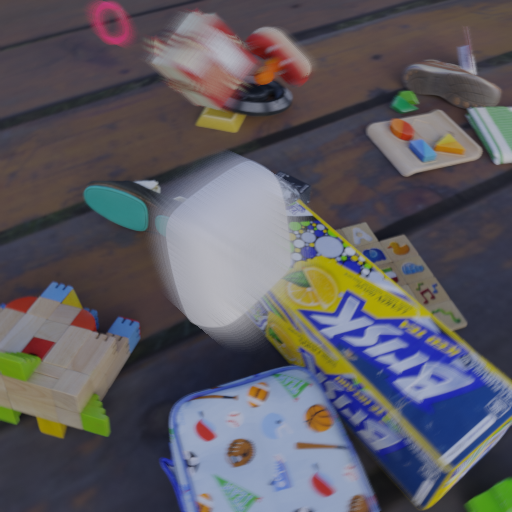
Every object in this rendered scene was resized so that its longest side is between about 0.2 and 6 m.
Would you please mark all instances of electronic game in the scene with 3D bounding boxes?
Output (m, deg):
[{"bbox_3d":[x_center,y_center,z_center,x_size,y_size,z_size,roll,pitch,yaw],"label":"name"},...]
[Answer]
[{"bbox_3d":[-0.106,-3.716,12.961,1.884,0.392,1.884,4,40,-3],"label":"electronic game"}]

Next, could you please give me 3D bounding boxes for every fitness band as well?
[{"bbox_3d":[-2.838,-4.553,10.976,0.561,0.781,0.146,-21,48,-2],"label":"fitness band"}]

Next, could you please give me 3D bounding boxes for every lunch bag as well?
[{"bbox_3d":[0.106,2.796,6.862,2.256,1.064,2.815,-16,51,-11],"label":"lunch bag"}]

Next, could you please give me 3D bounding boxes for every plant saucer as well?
[{"bbox_3d":[-0.767,-3.238,12.691,0.982,0.238,0.982,12,50,10],"label":"plant saucer"}]

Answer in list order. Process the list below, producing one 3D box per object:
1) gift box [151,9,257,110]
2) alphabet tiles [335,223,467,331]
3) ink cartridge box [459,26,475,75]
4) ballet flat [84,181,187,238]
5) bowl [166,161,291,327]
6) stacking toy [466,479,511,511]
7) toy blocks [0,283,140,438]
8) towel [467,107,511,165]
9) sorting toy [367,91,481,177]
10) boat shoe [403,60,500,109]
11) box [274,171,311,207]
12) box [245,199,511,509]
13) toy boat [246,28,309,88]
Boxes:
[{"bbox_3d":[-1.017,-3.607,10.090,1.337,1.448,1.352,-49,34,-5],"label":"gift box"},{"bbox_3d":[1.807,0.689,9.328,2.597,0.099,3.121,-15,51,-12],"label":"alphabet tiles"},{"bbox_3d":[5.069,-4.759,13.502,0.264,1.041,1.181,-11,44,25],"label":"ink cartridge box"},{"bbox_3d":[-1.783,-0.818,10.228,2.657,0.904,0.909,24,43,7],"label":"ballet flat"},{"bbox_3d":[-0.141,-0.053,5.263,0.506,1.357,1.355,21,45,33],"label":"bowl"},{"bbox_3d":[5.015,3.428,6.072,4.152,0.976,3.130,-25,48,4],"label":"stacking toy"},{"bbox_3d":[-3.055,1.257,8.189,2.860,1.429,1.955,13,39,10],"label":"toy blocks"},{"bbox_3d":[6.051,-2.666,12.181,2.433,0.285,1.856,-4,49,-5],"label":"towel"},{"bbox_3d":[3.423,-2.789,12.205,1.868,0.372,2.528,-17,51,-14],"label":"sorting toy"},{"bbox_3d":[4.595,-4.088,13.025,2.247,0.851,0.807,28,54,23],"label":"boat shoe"},{"bbox_3d":[0.525,-1.135,10.698,0.744,0.469,0.757,30,55,22],"label":"box"},{"bbox_3d":[1.375,1.157,7.925,1.530,1.404,4.366,-30,54,-23],"label":"box"},{"bbox_3d":[0.309,-3.614,10.586,1.319,0.861,0.862,44,87,-5],"label":"toy boat"}]
